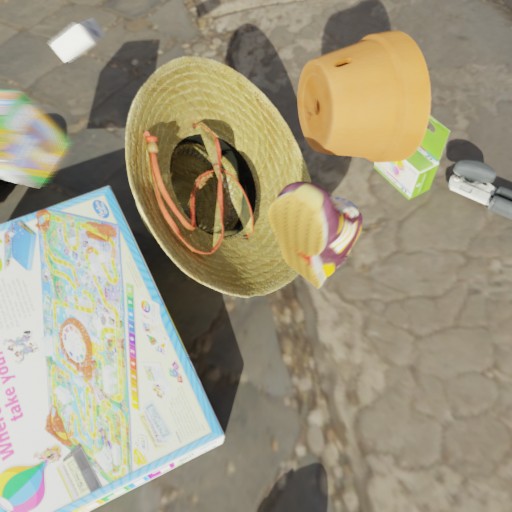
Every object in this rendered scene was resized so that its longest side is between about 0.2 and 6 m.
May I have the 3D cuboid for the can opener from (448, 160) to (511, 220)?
[{"bbox_3d":[4.838,-1.195,10.908,2.184,0.730,0.583,27,59,18],"label":"can opener"}]

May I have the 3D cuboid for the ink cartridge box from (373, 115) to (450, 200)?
[{"bbox_3d":[3.014,-2.079,11.035,0.591,1.560,1.153,-28,59,-19],"label":"ink cartridge box"}]

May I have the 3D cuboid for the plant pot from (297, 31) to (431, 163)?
[{"bbox_3d":[1.404,-2.169,7.934,1.280,1.828,1.828,-11,55,-17],"label":"plant pot"}]

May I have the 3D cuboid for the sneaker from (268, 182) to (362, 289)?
[{"bbox_3d":[0.875,-0.494,7.462,0.929,2.480,1.117,38,77,17],"label":"sneaker"}]

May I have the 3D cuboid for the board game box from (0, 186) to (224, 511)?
[{"bbox_3d":[-2.820,1.373,8.517,3.059,0.779,4.550,-22,68,-16],"label":"board game box"}]

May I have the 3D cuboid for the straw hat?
[{"bbox_3d":[-1.039,-1.137,10.024,1.919,4.534,4.534,-21,42,39],"label":"straw hat"}]

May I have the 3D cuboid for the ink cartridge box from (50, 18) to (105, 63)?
[{"bbox_3d":[-2.587,-3.146,8.149,0.543,0.318,0.742,-28,26,16],"label":"ink cartridge box"}]

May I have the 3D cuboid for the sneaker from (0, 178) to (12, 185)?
[{"bbox_3d":[-5.388,-1.091,10.599,3.079,1.152,1.636,-17,82,-40],"label":"sneaker"}]

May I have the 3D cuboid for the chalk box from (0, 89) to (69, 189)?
[{"bbox_3d":[-3.997,-1.977,8.849,1.000,1.608,0.995,15,68,28],"label":"chalk box"}]
